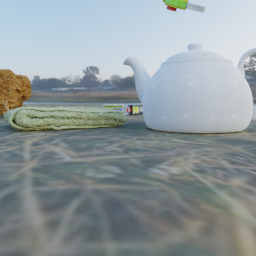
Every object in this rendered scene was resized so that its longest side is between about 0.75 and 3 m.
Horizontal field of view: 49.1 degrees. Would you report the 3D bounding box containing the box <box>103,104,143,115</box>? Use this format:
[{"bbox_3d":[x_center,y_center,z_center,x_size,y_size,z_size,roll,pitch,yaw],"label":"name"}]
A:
[{"bbox_3d":[0.054,-0.953,13.950,1.515,0.478,2.753,2,6,22],"label":"box"}]

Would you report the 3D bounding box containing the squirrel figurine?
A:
[{"bbox_3d":[-5.576,-1.391,11.360,2.950,2.088,2.753,1,12,35],"label":"squirrel figurine"}]

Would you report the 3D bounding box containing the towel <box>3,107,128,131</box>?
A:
[{"bbox_3d":[-1.707,-0.322,7.603,2.992,0.546,2.220,-3,6,-27],"label":"towel"}]

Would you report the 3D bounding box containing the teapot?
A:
[{"bbox_3d":[1.713,-1.007,6.838,2.829,2.066,2.792,-2,7,-28],"label":"teapot"}]

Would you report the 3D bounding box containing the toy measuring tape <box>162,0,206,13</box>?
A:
[{"bbox_3d":[1.782,-4.222,9.510,0.646,0.646,1.756,-6,32,-43],"label":"toy measuring tape"}]
